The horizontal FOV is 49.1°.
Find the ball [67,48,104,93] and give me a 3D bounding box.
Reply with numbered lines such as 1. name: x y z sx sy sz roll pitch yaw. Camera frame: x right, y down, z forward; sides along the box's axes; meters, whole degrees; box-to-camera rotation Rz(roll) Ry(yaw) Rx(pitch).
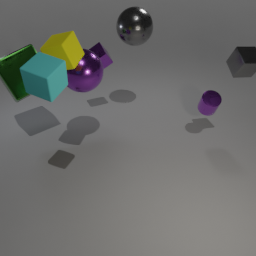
1. ball: -1.492 -1.846 9.046 1.400 1.400 1.400 0 33 0

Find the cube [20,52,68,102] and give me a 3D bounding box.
1. cube: -1.837 -1.134 6.225 0.700 0.700 0.700 21 51 12

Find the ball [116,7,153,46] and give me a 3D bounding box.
1. ball: 0.254 -3.830 10.591 1.400 1.400 1.400 0 33 0

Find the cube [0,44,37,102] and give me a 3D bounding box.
1. cube: -3.661 -1.861 9.797 1.400 1.400 1.400 -34 15 -18

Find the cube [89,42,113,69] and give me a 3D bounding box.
1. cube: -1.141 -2.826 11.185 0.700 0.700 0.700 -32 64 11

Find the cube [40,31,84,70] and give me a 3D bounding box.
1. cube: -1.670 -1.965 7.202 0.700 0.700 0.700 -2 45 25

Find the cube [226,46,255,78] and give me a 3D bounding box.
1. cube: 3.686 -2.086 8.884 0.700 0.700 0.700 -4 63 -14

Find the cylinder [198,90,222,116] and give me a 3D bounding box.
1. cylinder: 2.967 -0.907 10.221 0.700 0.700 0.700 1 64 -1
